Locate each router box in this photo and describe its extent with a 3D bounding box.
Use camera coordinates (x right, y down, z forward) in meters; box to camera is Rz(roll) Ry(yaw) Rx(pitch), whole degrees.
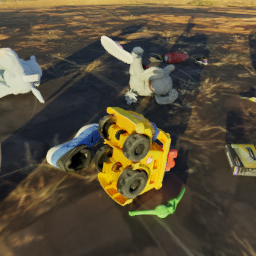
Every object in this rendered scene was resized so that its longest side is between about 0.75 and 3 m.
[{"bbox_3d":[3.325,0.881,7.880,0.929,0.309,1.181,3,30,5],"label":"router box"}]

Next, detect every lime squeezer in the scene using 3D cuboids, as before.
[{"bbox_3d":[0.858,1.792,6.420,1.598,0.301,0.564,-18,3,-26],"label":"lime squeezer"}]

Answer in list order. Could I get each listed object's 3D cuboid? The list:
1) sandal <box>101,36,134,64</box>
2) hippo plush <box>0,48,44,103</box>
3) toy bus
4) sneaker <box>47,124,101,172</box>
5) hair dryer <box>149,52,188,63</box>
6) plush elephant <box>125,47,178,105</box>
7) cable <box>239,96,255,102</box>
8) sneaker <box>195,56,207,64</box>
[{"bbox_3d":[-0.360,-2.806,9.982,1.377,0.560,0.338,37,60,-12],"label":"sandal"},{"bbox_3d":[-4.678,-2.564,12.091,2.733,2.177,2.198,3,30,7],"label":"hippo plush"},{"bbox_3d":[0.373,0.550,6.825,2.008,2.092,1.420,-8,28,-32],"label":"toy bus"},{"bbox_3d":[-1.211,0.572,7.952,1.083,0.747,1.946,19,38,40],"label":"sneaker"},{"bbox_3d":[2.450,-4.349,16.816,2.321,0.631,1.768,8,29,12],"label":"hair dryer"},{"bbox_3d":[1.066,-1.999,11.416,1.884,2.005,2.434,2,56,31],"label":"plush elephant"},{"bbox_3d":[5.128,-1.277,11.816,0.377,0.196,0.777,-21,36,-32],"label":"cable"},{"bbox_3d":[4.367,-4.084,16.570,0.343,0.397,0.907,-18,34,-28],"label":"sneaker"}]
